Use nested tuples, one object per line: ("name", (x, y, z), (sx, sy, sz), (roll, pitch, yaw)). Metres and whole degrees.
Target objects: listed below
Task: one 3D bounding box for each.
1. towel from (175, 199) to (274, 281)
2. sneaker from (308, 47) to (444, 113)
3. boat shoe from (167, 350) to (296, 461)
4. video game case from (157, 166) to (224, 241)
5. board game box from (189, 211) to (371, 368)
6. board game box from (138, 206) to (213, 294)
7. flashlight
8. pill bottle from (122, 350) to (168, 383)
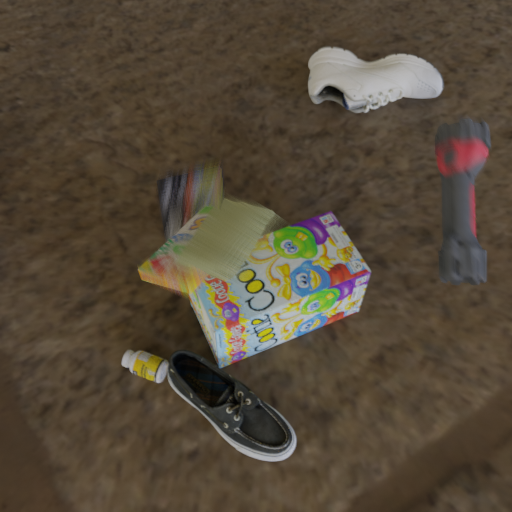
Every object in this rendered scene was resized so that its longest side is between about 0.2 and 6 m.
("towel", (-0.435, -0.255, 7.545), (0.974, 0.239, 1.313), (12, 53, 31))
("sneaker", (2.673, -3.865, 12.912), (3.126, 1.165, 1.361), (8, 68, 13))
("boat shoe", (-0.458, 2.335, 8.829), (2.449, 0.693, 0.840), (30, 61, 19))
("video game case", (-1.126, -0.913, 9.928), (1.135, 1.256, 0.160), (-16, 44, -17))
("board game box", (0.333, 0.560, 9.593), (2.727, 1.405, 1.430), (-21, 59, -13))
("board game box", (-0.855, -0.206, 8.807), (0.954, 0.299, 1.997), (13, 40, 29))
("flashlight", (3.456, -0.873, 9.323), (0.908, 0.912, 2.683), (0, 79, 7))
("pill bottle", (-1.857, 1.822, 9.355), (0.716, 0.401, 0.401), (17, 58, 12))
